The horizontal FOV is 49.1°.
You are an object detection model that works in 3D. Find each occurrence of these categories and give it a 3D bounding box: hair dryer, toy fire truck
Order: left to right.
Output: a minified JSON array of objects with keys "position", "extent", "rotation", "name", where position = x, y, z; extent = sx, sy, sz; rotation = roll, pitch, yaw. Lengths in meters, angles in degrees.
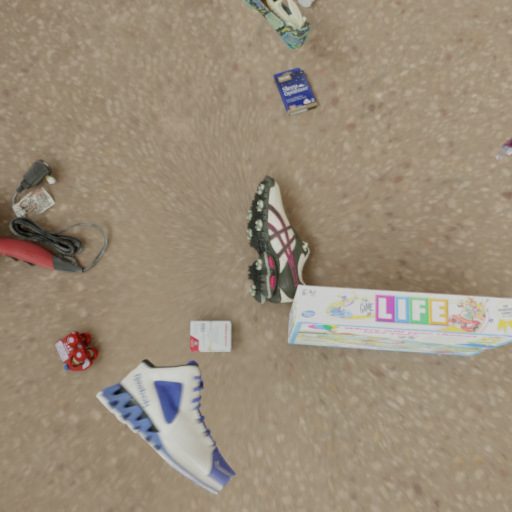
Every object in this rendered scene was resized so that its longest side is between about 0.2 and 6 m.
[{"position":[-5.123,-0.249,11.354],"extent":[3.501,0.951,2.666],"rotation":[-36,78,-9],"name":"hair dryer"},{"position":[-3.563,1.909,11.027],"extent":[0.677,0.452,0.806],"rotation":[-34,75,15],"name":"toy fire truck"}]

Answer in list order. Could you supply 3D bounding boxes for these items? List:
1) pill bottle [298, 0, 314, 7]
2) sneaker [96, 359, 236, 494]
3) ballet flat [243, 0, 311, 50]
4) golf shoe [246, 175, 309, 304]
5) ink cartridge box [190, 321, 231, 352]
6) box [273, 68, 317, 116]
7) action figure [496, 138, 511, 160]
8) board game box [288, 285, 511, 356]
[{"position":[1.292,-6.354,13.432],"extent":[0.399,0.399,0.702],"rotation":[24,76,7],"name":"pill bottle"},{"position":[-0.954,2.074,7.400],"extent":[2.072,0.837,1.197],"rotation":[39,68,7],"name":"sneaker"},{"position":[0.353,-5.105,11.273],"extent":[1.987,0.737,0.737],"rotation":[43,77,-9],"name":"ballet flat"},{"position":[0.441,-0.322,11.492],"extent":[1.167,1.023,2.650],"rotation":[3,77,-18],"name":"golf shoe"},{"position":[-0.893,1.606,11.119],"extent":[0.802,0.332,0.584],"rotation":[0,74,0],"name":"ink cartridge box"},{"position":[0.873,-3.800,12.797],"extent":[0.697,0.186,1.151],"rotation":[-18,73,-5],"name":"box"},{"position":[3.789,-1.684,8.091],"extent":[0.508,0.759,0.565],"rotation":[3,84,0],"name":"action figure"},{"position":[2.484,1.231,10.112],"extent":[3.682,2.475,0.630],"rotation":[4,73,1],"name":"board game box"}]
